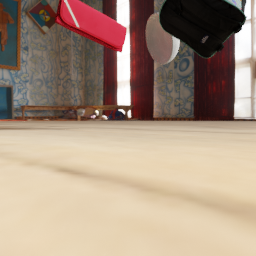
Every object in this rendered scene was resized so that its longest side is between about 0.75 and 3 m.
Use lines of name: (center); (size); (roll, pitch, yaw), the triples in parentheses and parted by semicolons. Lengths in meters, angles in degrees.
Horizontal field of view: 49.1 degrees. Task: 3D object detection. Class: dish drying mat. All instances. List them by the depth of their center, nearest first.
dish drying mat: (-1.125, -3.457, 9.413); (2.653, 1.019, 0.241); (14, -6, -39)

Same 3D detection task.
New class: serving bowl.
serving bowl: (1.212, -2.953, 9.220); (0.536, 1.628, 1.628); (-18, 8, -20)

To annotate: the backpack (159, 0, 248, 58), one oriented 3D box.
backpack: (1.827, -3.056, 7.241); (1.962, 1.504, 1.725); (20, -32, -15)
